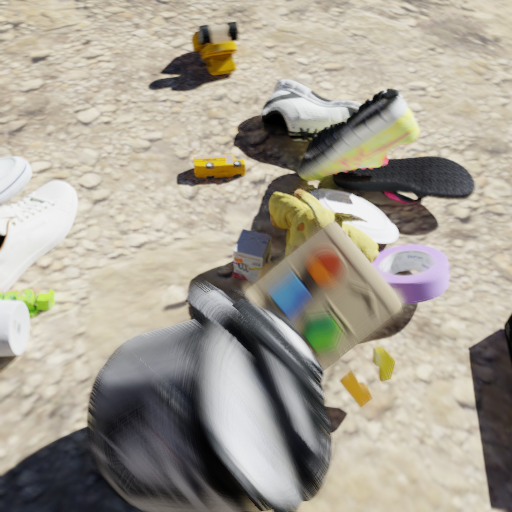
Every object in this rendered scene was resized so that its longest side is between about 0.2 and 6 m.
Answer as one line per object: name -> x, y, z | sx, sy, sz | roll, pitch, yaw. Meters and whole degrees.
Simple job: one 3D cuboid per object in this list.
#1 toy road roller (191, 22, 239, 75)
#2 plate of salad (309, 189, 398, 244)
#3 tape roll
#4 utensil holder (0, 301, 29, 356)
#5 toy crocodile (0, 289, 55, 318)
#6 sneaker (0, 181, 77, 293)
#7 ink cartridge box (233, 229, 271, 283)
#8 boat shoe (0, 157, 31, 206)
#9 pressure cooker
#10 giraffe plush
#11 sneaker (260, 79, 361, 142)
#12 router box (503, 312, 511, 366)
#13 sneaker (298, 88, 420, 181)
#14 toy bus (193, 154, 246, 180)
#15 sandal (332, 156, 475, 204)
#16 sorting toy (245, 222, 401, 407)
toy road roller -> -1.032, -5.344, 14.641 | 1.019, 1.211, 1.659 | -12, 14, -13
plate of salad -> 1.829, -0.716, 10.756 | 1.872, 0.450, 1.872 | 18, 30, -11
tape roll -> 2.650, 0.301, 9.757 | 1.315, 0.431, 1.315 | -10, 26, 5
utensil holder -> -4.370, 1.170, 9.046 | 1.113, 0.946, 0.946 | 1, 50, -3
toy crocodile -> -4.233, 0.783, 9.651 | 1.458, 0.492, 0.450 | -3, 44, -5
sneaker -> -4.343, -0.595, 10.321 | 1.084, 1.260, 2.977 | 14, 50, 14
ink cartridge box -> -0.068, 0.012, 10.098 | 0.569, 0.783, 0.566 | 13, 51, 11
boat shoe -> -5.937, -1.355, 11.117 | 2.946, 0.984, 1.084 | -36, 59, -27
pressure cooker -> -0.415, 1.838, 6.854 | 2.715, 2.388, 2.425 | -18, 50, 34
giraffe plush -> 0.818, 0.199, 9.377 | 2.067, 2.396, 1.943 | 30, 86, -7
sneaker -> 1.436, -2.892, 12.518 | 3.043, 1.122, 1.217 | 26, 66, 26
router box -> 5.011, 2.043, 8.454 | 1.937, 0.663, 2.597 | 5, 50, 4
sneaker -> 2.003, -2.077, 11.156 | 1.248, 2.764, 1.080 | 35, 51, -27
toy bus -> -0.784, -1.922, 12.017 | 1.097, 0.357, 0.430 | -4, 49, -3
sandal -> 3.005, -1.524, 11.546 | 2.842, 0.640, 1.067 | 8, 51, 21
sorting toy -> 1.233, 0.940, 8.261 | 1.794, 0.322, 2.408 | -40, 90, -1
